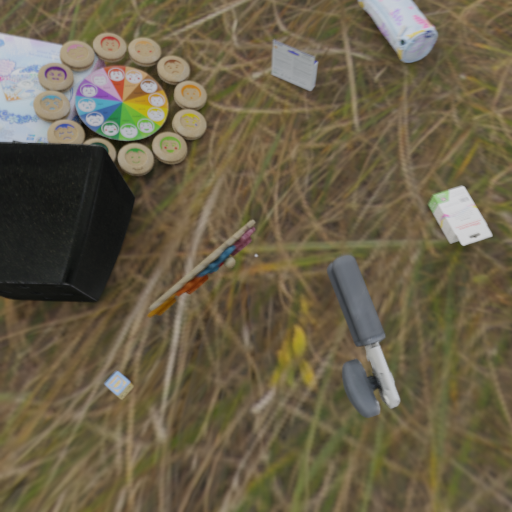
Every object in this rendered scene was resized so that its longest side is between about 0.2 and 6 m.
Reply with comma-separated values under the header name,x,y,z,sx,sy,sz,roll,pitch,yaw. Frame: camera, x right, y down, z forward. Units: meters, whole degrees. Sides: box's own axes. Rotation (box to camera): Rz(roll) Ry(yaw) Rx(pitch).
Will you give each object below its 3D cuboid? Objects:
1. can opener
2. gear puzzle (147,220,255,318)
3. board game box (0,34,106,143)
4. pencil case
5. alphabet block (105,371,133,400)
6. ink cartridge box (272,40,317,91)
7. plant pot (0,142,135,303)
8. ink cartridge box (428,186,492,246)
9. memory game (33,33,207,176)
name,x,y,z,sx,sy,sz,roll,pitch,yaw
can opener,1.135,0.926,6.450,0.606,0.483,1.811,-18,79,-11
gear puzzle,-0.862,0.379,7.626,0.296,2.257,1.169,49,40,-3
board game box,-4.665,-2.975,10.732,2.753,0.597,2.740,13,65,6
pencil case,2.881,-4.884,11.553,0.885,0.811,1.952,-14,63,-21
alphabet block,-2.073,1.962,8.487,0.282,0.288,0.281,38,70,17
ink cartridge box,0.747,-3.755,10.940,0.911,0.928,0.201,28,66,12
plant pot,-3.282,-0.381,8.686,2.246,2.252,1.998,1,75,0
ink cartridge box,3.530,-0.625,9.717,0.620,0.356,1.058,-17,65,-8
memory game,-2.481,-2.916,10.509,3.237,0.206,3.237,5,66,-12
